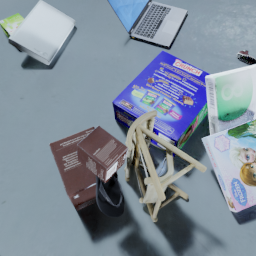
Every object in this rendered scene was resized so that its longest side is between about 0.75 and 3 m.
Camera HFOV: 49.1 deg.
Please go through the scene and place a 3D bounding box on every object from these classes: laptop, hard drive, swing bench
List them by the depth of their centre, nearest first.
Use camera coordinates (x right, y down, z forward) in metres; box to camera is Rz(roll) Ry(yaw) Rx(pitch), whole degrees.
[{"bbox_3d":[0.663,1.024,7.345,1.336,2.048,2.059,-30,63,-18],"label":"swing bench"},{"bbox_3d":[-3.297,-3.805,11.026,1.636,0.326,2.481,28,58,-12],"label":"hard drive"},{"bbox_3d":[0.895,-4.993,11.389,2.729,1.582,2.555,20,61,12],"label":"laptop"}]

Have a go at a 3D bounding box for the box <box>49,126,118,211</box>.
[{"bbox_3d":[-1.175,1.114,7.699,1.346,1.333,1.623,-21,61,-13],"label":"box"}]

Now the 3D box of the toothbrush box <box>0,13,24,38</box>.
[{"bbox_3d":[-4.484,-3.995,11.380,0.900,0.532,1.236,-34,65,-19],"label":"toothbrush box"}]

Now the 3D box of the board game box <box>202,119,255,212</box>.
[{"bbox_3d":[3.462,0.918,7.805,2.150,0.443,2.155,-20,84,-8],"label":"board game box"}]

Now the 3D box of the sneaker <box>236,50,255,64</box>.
[{"bbox_3d":[4.631,-2.783,10.762,0.816,0.309,0.471,31,60,19],"label":"sneaker"}]

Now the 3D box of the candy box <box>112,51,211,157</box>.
[{"bbox_3d":[1.309,-0.903,9.109,2.409,1.098,2.850,33,64,20],"label":"candy box"}]

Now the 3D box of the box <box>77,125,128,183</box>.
[{"bbox_3d":[-0.546,0.554,5.918,0.835,0.692,0.685,37,59,15],"label":"box"}]

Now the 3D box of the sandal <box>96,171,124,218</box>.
[{"bbox_3d":[-0.443,1.392,6.641,0.681,1.791,0.384,-21,20,-28],"label":"sandal"}]

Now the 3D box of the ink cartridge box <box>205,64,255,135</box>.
[{"bbox_3d":[3.799,-0.732,8.430,2.820,2.270,0.706,-14,18,-7],"label":"ink cartridge box"}]
